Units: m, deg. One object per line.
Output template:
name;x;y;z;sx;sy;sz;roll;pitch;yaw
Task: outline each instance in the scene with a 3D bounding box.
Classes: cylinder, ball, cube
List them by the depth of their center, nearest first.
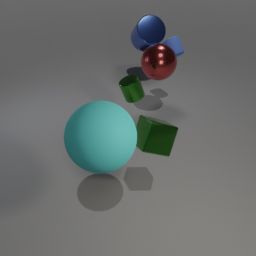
ball;-0.525;0.172;5.424;1.400;1.400;1.400;0;33;0
cube;0.603;0.171;6.408;0.700;0.700;0.700;12;10;-23
cylinder;0.130;-1.312;9.355;0.700;0.700;0.700;-17;35;12
ball;1.195;-2.549;10.854;1.400;1.400;1.400;0;33;0
cylinder;1.849;-3.272;11.422;0.700;0.700;0.700;-21;0;0
cylinder;0.955;-4.586;13.678;1.400;1.400;1.400;-8;4;-13
